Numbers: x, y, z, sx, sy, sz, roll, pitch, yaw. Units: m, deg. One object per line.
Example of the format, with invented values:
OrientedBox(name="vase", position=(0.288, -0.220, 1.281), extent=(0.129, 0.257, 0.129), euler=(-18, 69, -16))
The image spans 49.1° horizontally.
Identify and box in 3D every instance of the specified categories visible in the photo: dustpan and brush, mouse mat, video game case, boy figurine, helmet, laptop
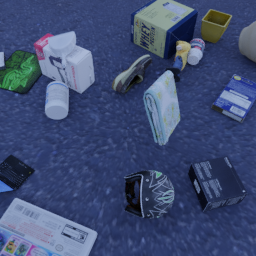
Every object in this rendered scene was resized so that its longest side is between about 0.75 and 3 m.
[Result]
OrientedBox(name="dustpan and brush", position=(-2.622, -3.100, 11.240), extent=(1.182, 0.485, 1.694), euler=(-13, 51, 5))
OrientedBox(name="mouse mat", position=(-5.074, -2.728, 13.266), extent=(2.158, 0.101, 2.682), euler=(15, 55, 11))
OrientedBox(name="video game case", position=(-2.811, 3.782, 8.158), extent=(2.985, 0.354, 2.717), euler=(18, 55, 12))
OrientedBox(name="boy figurine", position=(2.324, -3.231, 12.743), extent=(0.757, 1.460, 2.349), euler=(10, 57, 17))
OrientedBox(name="helmet", position=(0.666, 2.015, 8.564), extent=(1.510, 1.584, 1.584), euler=(-5, 42, 44))
OrientedBox(name="laptop", position=(-4.225, 1.529, 9.623), extent=(1.257, 0.733, 1.419), euler=(28, 58, 19))

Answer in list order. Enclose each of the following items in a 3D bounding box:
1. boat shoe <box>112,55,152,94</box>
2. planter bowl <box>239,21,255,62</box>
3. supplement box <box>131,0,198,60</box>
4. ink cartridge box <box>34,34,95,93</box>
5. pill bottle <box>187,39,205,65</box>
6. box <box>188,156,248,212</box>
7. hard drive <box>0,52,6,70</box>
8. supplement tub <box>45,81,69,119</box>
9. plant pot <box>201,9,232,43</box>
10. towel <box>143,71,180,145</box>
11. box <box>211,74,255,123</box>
OrientedBox(name="boat shoe", position=(0.344, -2.348, 12.552), extent=(0.807, 0.911, 2.490), euler=(39, 67, 16))
OrientedBox(name="planter bowl", position=(6.234, -4.111, 13.239), extent=(2.213, 2.213, 1.490), euler=(-41, 35, -26))
OrientedBox(name="supplement box", position=(1.768, -5.100, 14.094), extent=(2.384, 1.602, 2.386), euler=(35, 60, 23))
OrientedBox(name="ink cartridge box", position=(-2.746, -2.818, 12.287), extent=(2.377, 1.721, 1.002), euler=(28, 58, 19))
OrientedBox(name="pill bottle", position=(3.258, -3.671, 13.562), extent=(0.747, 0.747, 1.249), euler=(14, 54, 10))
OrientedBox(name="box", position=(2.936, 1.837, 9.354), extent=(1.350, 0.772, 1.482), euler=(-11, 54, -8))
OrientedBox(name="hard drive", position=(-6.339, -3.177, 13.468), extent=(0.818, 0.222, 1.171), euler=(-16, 53, -7))
OrientedBox(name="supplement tub", position=(-2.914, -1.154, 11.542), extent=(0.920, 0.920, 1.394), euler=(-5, 52, -4))
OrientedBox(name="plant pot", position=(4.416, -5.100, 14.349), extent=(1.180, 1.215, 1.188), euler=(26, 56, 18))
OrientedBox(name="towel", position=(1.220, -0.684, 9.631), extent=(0.499, 2.072, 1.774), euler=(3, 33, 29))
OrientedBox(name="box", position=(4.706, -1.317, 12.003), extent=(1.365, 0.365, 2.253), euler=(30, 60, 20))
